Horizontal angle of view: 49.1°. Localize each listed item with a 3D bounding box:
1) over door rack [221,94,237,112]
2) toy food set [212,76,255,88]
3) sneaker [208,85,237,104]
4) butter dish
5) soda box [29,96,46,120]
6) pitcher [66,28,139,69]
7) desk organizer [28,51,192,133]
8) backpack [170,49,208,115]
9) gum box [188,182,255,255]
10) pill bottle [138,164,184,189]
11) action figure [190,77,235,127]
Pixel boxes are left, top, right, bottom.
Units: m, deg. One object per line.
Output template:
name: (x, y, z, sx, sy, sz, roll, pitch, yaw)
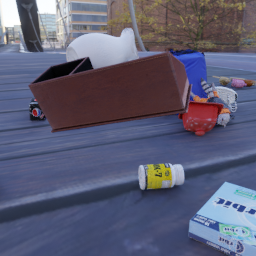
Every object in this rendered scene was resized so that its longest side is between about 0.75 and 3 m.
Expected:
over door rack: (3.586, -1.119, 10.659, 1.221, 0.407, 0.902, 31, 25, 8)
toy food set: (6.026, -2.502, 15.485, 2.687, 0.423, 1.708, -1, 17, -28)
sneaker: (3.683, -1.499, 11.826, 1.847, 0.744, 1.352, 3, 22, 25)
butter dish: (2.042, -0.186, 7.959, 1.140, 0.845, 1.143, 5, -24, 2)
soda box: (-3.119, -0.770, 9.906, 0.530, 0.592, 1.674, -1, 18, -11)
pitcher: (-0.373, -1.240, 5.250, 1.322, 1.134, 0.801, -22, -6, -30)
desk organizer: (-0.276, -0.635, 4.284, 2.281, 0.878, 0.818, -8, 32, 23)
backpack: (1.619, -1.912, 10.776, 2.306, 2.233, 2.749, -4, 20, -5)
gum box: (1.723, 1.340, 4.057, 1.175, 0.308, 1.383, 14, 23, 36)
pill bottle: (0.610, 0.889, 5.194, 0.781, 0.446, 0.446, -3, 19, -7)
action figure: (2.531, -0.711, 8.938, 1.823, 0.953, 1.763, -12, 48, -20)
